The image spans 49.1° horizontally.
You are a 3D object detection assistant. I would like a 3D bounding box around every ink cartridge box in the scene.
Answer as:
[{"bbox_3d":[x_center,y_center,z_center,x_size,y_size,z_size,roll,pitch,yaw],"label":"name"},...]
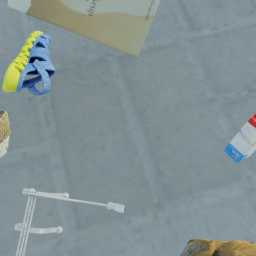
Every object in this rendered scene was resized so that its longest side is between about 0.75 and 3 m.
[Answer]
[{"bbox_3d":[1.960,0.084,4.336,0.527,0.907,0.305,-14,52,-43],"label":"ink cartridge box"}]

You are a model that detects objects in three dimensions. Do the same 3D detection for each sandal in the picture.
[{"bbox_3d":[-1.431,-0.975,4.394,0.623,0.569,1.432,23,46,-18],"label":"sandal"}]

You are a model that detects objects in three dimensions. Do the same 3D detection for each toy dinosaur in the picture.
[{"bbox_3d":[1.600,1.667,3.414,1.419,2.671,0.807,-18,97,-45],"label":"toy dinosaur"}]

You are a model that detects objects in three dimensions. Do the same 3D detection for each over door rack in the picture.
[{"bbox_3d":[-0.816,1.458,3.808,1.438,0.479,1.062,8,80,8],"label":"over door rack"}]

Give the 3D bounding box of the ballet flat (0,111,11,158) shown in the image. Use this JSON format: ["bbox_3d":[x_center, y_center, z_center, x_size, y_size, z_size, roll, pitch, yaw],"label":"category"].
[{"bbox_3d":[-2.504,0.173,4.872,0.864,2.450,0.800,-46,119,-30],"label":"ballet flat"}]

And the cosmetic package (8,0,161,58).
[{"bbox_3d":[-0.873,-2.739,6.016,2.849,1.013,1.499,16,109,-15],"label":"cosmetic package"}]
